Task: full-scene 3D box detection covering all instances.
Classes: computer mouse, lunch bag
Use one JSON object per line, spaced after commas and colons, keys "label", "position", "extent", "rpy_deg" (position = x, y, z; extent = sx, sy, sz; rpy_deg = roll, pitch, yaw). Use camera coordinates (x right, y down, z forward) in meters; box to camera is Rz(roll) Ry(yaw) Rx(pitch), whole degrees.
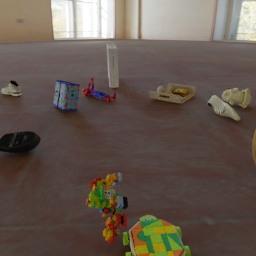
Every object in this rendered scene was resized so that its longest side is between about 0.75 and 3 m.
{"label": "computer mouse", "position": [-4.146, 0.601, 8.691], "extent": [2.880, 0.490, 0.844], "rpy_deg": [-6, 35, 0]}
{"label": "lunch bag", "position": [-2.905, -1.510, 12.660], "extent": [0.728, 1.166, 1.548], "rpy_deg": [-3, 16, -41]}

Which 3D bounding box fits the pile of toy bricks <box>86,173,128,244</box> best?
{"label": "pile of toy bricks", "position": [-0.485, 1.428, 5.472], "extent": [0.697, 0.784, 1.412], "rpy_deg": [13, 41, -19]}

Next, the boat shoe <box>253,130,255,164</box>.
{"label": "boat shoe", "position": [4.055, 0.824, 7.383], "extent": [0.975, 0.997, 2.814], "rpy_deg": [3, 32, 6]}

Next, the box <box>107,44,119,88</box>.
{"label": "box", "position": [-0.957, -3.901, 17.161], "extent": [0.590, 2.235, 2.867], "rpy_deg": [-3, 22, -4]}

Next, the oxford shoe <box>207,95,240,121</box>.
{"label": "oxford shoe", "position": [4.000, -0.756, 11.782], "extent": [0.559, 0.728, 1.937], "rpy_deg": [-42, 34, 6]}

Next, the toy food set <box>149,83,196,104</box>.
{"label": "toy food set", "position": [2.317, -1.892, 14.283], "extent": [1.632, 0.687, 2.275], "rpy_deg": [13, 26, 29]}

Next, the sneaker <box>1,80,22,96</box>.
{"label": "sneaker", "position": [-6.186, -2.154, 14.792], "extent": [1.371, 0.789, 0.517], "rpy_deg": [11, 25, 26]}

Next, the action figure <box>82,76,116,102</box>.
{"label": "action figure", "position": [-1.599, -2.017, 14.240], "extent": [2.123, 1.051, 0.693], "rpy_deg": [14, 26, 37]}

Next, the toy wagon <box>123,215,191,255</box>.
{"label": "toy wagon", "position": [0.465, 2.045, 5.210], "extent": [1.108, 0.283, 1.428], "rpy_deg": [-3, 23, -8]}

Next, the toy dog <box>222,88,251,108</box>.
{"label": "toy dog", "position": [5.066, -1.511, 13.188], "extent": [1.248, 0.871, 1.210], "rpy_deg": [17, 18, 38]}
